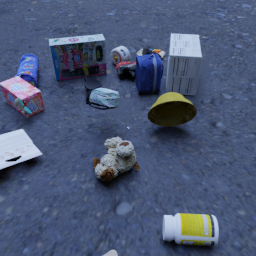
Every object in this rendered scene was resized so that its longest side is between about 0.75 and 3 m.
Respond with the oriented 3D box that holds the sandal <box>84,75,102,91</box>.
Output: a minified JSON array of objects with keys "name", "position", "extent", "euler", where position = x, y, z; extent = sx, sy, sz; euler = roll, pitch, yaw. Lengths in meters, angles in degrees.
[{"name":"sandal","position":[-1.743,-2.103,13.678],"extent":[0.803,0.482,2.138],"euler":[-2,24,-11]}]

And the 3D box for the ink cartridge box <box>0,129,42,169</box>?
[{"name":"ink cartridge box","position":[-4.195,0.857,9.706],"extent":[1.866,0.417,1.644],"euler":[-19,48,-38]}]

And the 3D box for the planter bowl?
[{"name":"planter bowl","position":[1.666,-0.831,10.787],"extent":[1.867,1.867,0.778],"euler":[0,61,0]}]

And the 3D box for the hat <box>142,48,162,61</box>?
[{"name":"hat","position":[1.254,-3.775,15.482],"extent":[1.384,0.558,1.384],"euler":[16,42,-15]}]

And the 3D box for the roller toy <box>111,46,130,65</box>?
[{"name":"roller toy","position":[-0.456,-3.965,15.457],"extent":[1.065,0.972,0.744],"euler":[28,47,30]}]

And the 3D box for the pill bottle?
[{"name":"pill bottle","position":[1.631,2.687,7.448],"extent":[1.362,0.778,0.778],"euler":[2,39,2]}]

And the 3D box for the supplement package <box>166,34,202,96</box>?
[{"name":"supplement package","position":[2.661,-3.114,13.585],"extent":[1.429,2.007,2.576],"euler":[5,39,7]}]

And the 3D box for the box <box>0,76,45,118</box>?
[{"name":"box","position":[-4.640,-1.396,12.291],"extent":[1.955,1.003,0.925],"euler":[32,49,32]}]

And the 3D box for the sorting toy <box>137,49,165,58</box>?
[{"name":"sorting toy","position":[1.368,-4.391,16.374],"extent":[1.475,0.269,1.365],"euler":[12,30,13]}]

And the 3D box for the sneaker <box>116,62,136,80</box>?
[{"name":"sneaker","position":[0.486,-3.003,14.296],"extent":[2.213,0.782,1.081],"euler":[-10,43,7]}]

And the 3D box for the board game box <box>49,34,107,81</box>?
[{"name":"board game box","position":[-2.481,-3.570,14.198],"extent":[2.666,1.967,0.857],"euler":[-10,42,-11]}]

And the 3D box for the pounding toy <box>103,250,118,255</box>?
[{"name":"pounding toy","position":[-1.062,3.797,6.285],"extent":[2.182,1.252,1.248],"euler":[-15,13,-32]}]

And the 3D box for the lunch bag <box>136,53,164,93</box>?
[{"name":"lunch bag","position":[1.029,-2.612,13.117],"extent":[1.211,1.830,1.243],"euler":[-4,38,-6]}]

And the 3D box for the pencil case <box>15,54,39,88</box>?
[{"name":"pencil case","position":[-5.039,-2.801,14.030],"extent":[1.081,0.971,2.488],"euler":[-6,39,-9]}]

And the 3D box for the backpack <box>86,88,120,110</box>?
[{"name":"backpack","position":[-0.865,-1.090,10.274],"extent":[1.125,0.712,0.939],"euler":[17,25,27]}]

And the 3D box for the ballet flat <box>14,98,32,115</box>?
[{"name":"ballet flat","position":[-4.248,-0.810,11.275],"extent":[0.311,0.825,0.280],"euler":[-33,19,11]}]

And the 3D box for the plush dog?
[{"name":"plush dog","position":[-0.459,1.181,9.241],"extent":[1.423,1.329,1.657],"euler":[-32,18,-15]}]
